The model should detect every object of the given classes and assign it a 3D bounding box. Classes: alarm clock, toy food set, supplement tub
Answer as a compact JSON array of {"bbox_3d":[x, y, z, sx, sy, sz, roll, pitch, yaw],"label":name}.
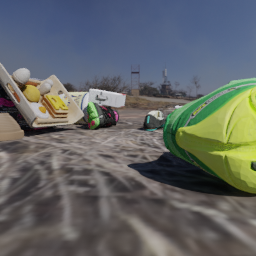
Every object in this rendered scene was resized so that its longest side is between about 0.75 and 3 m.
[{"bbox_3d":[1.815,-0.576,11.717,1.368,0.675,2.028,1,8,13],"label":"alarm clock"},{"bbox_3d":[-1.968,-0.795,6.586,0.627,1.488,2.074,-41,-10,17],"label":"toy food set"},{"bbox_3d":[-1.885,-0.744,10.328,1.589,1.152,1.152,2,5,24],"label":"supplement tub"}]

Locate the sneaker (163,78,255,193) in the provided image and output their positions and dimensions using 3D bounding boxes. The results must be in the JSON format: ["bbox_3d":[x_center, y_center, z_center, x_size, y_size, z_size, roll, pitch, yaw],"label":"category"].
[{"bbox_3d":[1.572,-0.141,3.034,2.965,1.098,1.239,-4,10,-39],"label":"sneaker"}]

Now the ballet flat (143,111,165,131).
[{"bbox_3d":[0.789,-0.229,7.889,0.505,0.508,1.485,0,4,15],"label":"ballet flat"}]

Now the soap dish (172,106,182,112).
[{"bbox_3d":[2.239,-0.459,9.788,1.262,0.651,1.604,0,4,13],"label":"soap dish"}]

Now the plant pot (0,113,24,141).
[{"bbox_3d":[-2.639,-0.038,5.530,1.099,0.507,1.099,1,6,0],"label":"plant pot"}]

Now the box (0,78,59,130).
[{"bbox_3d":[-3.218,-0.670,7.679,1.606,1.395,2.431,1,4,23],"label":"box"}]

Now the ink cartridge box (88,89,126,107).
[{"bbox_3d":[-0.655,-0.938,8.814,0.990,0.410,0.727,12,10,16],"label":"ink cartridge box"}]

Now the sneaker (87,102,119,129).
[{"bbox_3d":[-0.713,-0.401,8.290,0.878,0.804,2.096,-4,6,2],"label":"sneaker"}]
